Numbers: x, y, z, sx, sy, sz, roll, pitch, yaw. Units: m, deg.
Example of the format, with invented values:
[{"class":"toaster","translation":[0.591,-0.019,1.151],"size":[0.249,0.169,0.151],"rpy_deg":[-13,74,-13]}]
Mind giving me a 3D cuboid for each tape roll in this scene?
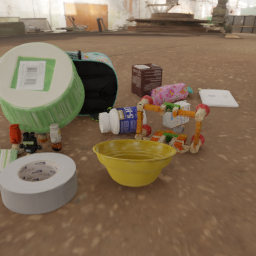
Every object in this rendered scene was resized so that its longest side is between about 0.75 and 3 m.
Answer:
[{"class":"tape roll","translation":[-2.143,1.274,6.816],"size":[1.796,0.593,1.796],"rpy_deg":[-1,23,0]}]

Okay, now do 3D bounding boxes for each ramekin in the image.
[{"class":"ramekin","translation":[-2.790,-1.331,8.758],"size":[2.730,1.334,2.730],"rpy_deg":[1,66,-2]}]

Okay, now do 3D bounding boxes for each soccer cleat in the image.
[{"class":"soccer cleat","translation":[-0.828,-0.543,10.934],"size":[1.441,0.584,0.487],"rpy_deg":[6,25,13]}]

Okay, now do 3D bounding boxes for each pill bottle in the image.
[{"class":"pill bottle","translation":[-0.205,-0.259,9.893],"size":[1.530,0.916,0.916],"rpy_deg":[-7,25,-15]}]

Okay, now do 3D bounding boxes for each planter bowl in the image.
[{"class":"planter bowl","translation":[0.152,0.917,7.077],"size":[2.073,0.863,2.073],"rpy_deg":[2,11,0]}]

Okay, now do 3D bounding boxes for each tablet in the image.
[{"class":"tablet","translation":[4.326,-1.480,13.595],"size":[1.560,0.164,2.397],"rpy_deg":[3,24,7]}]

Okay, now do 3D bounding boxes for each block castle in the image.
[{"class":"block castle","translation":[1.375,-0.149,8.949],"size":[2.217,1.482,1.040],"rpy_deg":[11,25,20]}]

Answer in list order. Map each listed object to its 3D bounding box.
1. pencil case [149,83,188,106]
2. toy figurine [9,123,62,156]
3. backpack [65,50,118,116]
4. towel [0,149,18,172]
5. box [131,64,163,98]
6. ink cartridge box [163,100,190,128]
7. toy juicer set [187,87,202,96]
[{"class":"pencil case","translation":[1.910,-1.563,13.012],"size":[1.935,0.846,0.846],"rpy_deg":[-19,30,-35]},{"class":"toy figurine","translation":[-2.768,0.360,8.486],"size":[1.383,0.962,1.362],"rpy_deg":[18,28,39]},{"class":"backpack","translation":[-1.915,-1.851,11.423],"size":[2.987,2.626,2.290],"rpy_deg":[2,27,-6]},{"class":"towel","translation":[-3.776,0.916,7.865],"size":[1.217,0.142,0.928],"rpy_deg":[2,35,-17]},{"class":"box","translation":[0.926,-2.412,14.115],"size":[1.176,1.432,1.188],"rpy_deg":[-10,26,-22]},{"class":"ink cartridge box","translation":[1.950,-0.555,10.740],"size":[1.318,0.759,0.447],"rpy_deg":[-19,31,-36]},{"class":"toy juicer set","translation":[3.022,-1.829,14.127],"size":[1.780,0.484,1.132],"rpy_deg":[13,9,35]}]
